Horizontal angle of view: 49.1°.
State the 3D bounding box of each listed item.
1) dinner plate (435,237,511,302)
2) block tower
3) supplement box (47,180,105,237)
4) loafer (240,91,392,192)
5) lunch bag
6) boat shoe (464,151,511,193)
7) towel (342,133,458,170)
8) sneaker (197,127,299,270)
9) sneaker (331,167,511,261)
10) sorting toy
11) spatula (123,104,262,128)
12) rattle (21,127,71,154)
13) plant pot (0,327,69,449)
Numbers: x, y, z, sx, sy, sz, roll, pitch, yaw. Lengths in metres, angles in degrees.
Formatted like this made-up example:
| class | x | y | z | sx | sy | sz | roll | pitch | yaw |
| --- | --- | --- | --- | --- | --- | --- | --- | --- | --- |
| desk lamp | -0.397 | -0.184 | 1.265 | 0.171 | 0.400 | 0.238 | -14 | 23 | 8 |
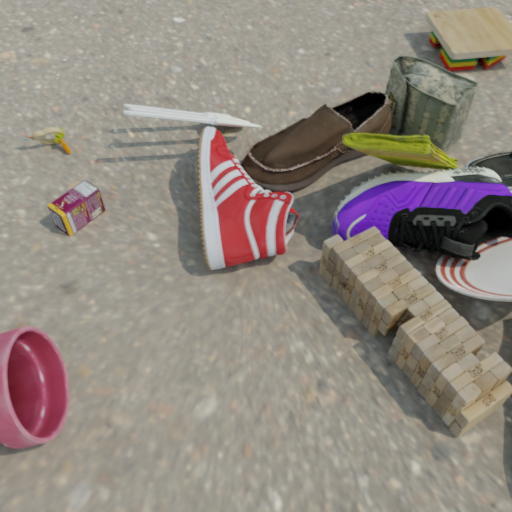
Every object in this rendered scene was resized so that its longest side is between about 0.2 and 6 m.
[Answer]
| class | x | y | z | sx | sy | sz | roll | pitch | yaw |
| --- | --- | --- | --- | --- | --- | --- | --- | --- | --- |
| dinner plate | 4.454 | 0.059 | 8.826 | 3.111 | 0.377 | 3.111 | -19 | 17 | 6 |
| block tower | 2.339 | 0.975 | 8.611 | 0.985 | 0.920 | 3.406 | -26 | 56 | -20 |
| supplement box | -3.295 | -0.885 | 10.322 | 0.457 | 0.579 | 0.885 | 32 | 57 | 24 |
| loafer | 1.225 | -2.445 | 11.119 | 3.548 | 1.260 | 1.296 | -28 | 55 | -22 |
| lunch bag | 3.394 | -3.112 | 11.537 | 1.790 | 1.468 | 1.052 | 35 | 63 | 25 |
| boat shoe | 5.498 | -1.788 | 10.874 | 2.992 | 0.847 | 1.027 | -4 | 51 | -3 |
| towel | 2.622 | -1.790 | 9.726 | 1.360 | 0.285 | 3.160 | 12 | 8 | 26 |
| sneaker | -0.170 | -1.176 | 10.178 | 1.706 | 1.081 | 3.034 | -7 | 60 | 1 |
| sneaker | 3.038 | -0.584 | 9.576 | 3.353 | 1.166 | 1.668 | -11 | 45 | -8 |
| sorting toy | 5.327 | -5.293 | 13.817 | 1.890 | 0.662 | 1.901 | -6 | 51 | -6 |
| spatula | -1.338 | -2.765 | 11.243 | 2.614 | 0.210 | 1.817 | 2 | 20 | -15 |
| rattle | -4.345 | -2.307 | 11.556 | 0.839 | 0.546 | 0.599 | -14 | 90 | -37 |
| plant pot | -3.563 | 1.875 | 7.614 | 1.405 | 1.569 | 1.569 | -14 | 51 | 7 |
